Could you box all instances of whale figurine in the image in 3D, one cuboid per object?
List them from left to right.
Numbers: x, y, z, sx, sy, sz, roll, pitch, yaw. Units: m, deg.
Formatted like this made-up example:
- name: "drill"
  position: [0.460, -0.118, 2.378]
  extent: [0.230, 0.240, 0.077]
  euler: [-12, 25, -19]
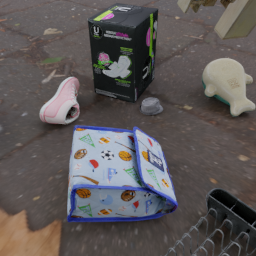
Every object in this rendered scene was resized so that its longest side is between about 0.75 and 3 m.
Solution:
- name: "whale figurine"
  position: [3.266, -1.254, 9.180]
  extent: [1.655, 1.080, 2.081]
  euler: [-20, 66, -7]

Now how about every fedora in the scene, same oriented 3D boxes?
- name: "fedora"
  position: [0.734, -0.735, 8.891]
  extent: [0.782, 0.353, 0.692]
  euler: [-15, 42, -16]

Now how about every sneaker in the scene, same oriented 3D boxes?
- name: "sneaker"
  position: [-1.779, -0.821, 8.692]
  extent: [1.013, 0.729, 1.937]
  euler: [12, 48, 20]

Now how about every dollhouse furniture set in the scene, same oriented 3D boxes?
- name: "dollhouse furniture set"
  position: [2.683, -3.919, 7.601]
  extent: [2.165, 1.641, 2.471]
  euler: [-14, 64, -25]

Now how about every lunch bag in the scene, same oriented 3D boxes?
- name: "lunch bag"
  position: [-0.137, 0.953, 6.164]
  extent: [2.234, 1.384, 1.899]
  euler: [7, 39, -13]

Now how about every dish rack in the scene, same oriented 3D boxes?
- name: "dish rack"
  position: [1.606, 2.436, 4.886]
  extent: [2.542, 0.693, 1.950]
  euler: [-31, 48, -31]

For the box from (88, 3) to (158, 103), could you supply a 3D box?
- name: "box"
  position: [-0.096, -2.496, 9.247]
  extent: [1.596, 2.567, 1.907]
  euler: [17, 43, 19]
